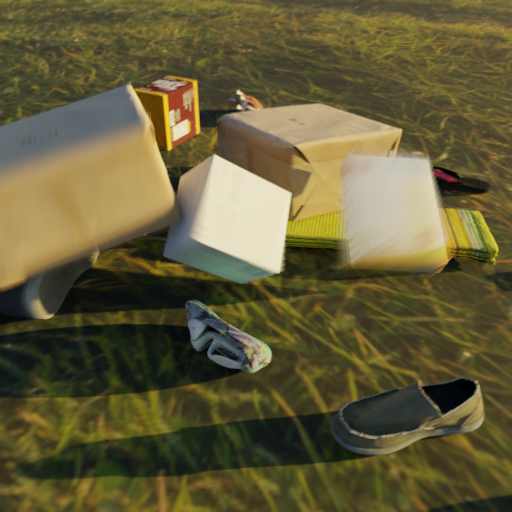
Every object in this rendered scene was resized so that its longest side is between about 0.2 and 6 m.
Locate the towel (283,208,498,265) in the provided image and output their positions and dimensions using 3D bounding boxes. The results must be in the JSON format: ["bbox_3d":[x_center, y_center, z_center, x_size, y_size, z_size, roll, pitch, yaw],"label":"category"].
[{"bbox_3d":[2.206,-0.524,10.655,4.237,0.383,1.823,4,27,8],"label":"towel"}]

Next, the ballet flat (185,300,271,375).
[{"bbox_3d":[-0.572,1.156,7.889,1.697,0.610,0.610,27,42,36],"label":"ballet flat"}]

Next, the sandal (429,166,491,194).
[{"bbox_3d":[4.222,-1.729,12.364,1.856,0.418,0.697,6,34,9],"label":"sandal"}]

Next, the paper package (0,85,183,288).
[{"bbox_3d":[-2.948,-1.211,8.584,3.019,1.562,2.878,-21,33,-7],"label":"paper package"}]

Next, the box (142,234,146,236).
[{"bbox_3d":[-2.480,-0.824,10.839,0.947,0.589,0.462,12,35,17],"label":"box"}]

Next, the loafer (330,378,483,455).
[{"bbox_3d":[1.837,1.818,6.759,1.963,0.684,0.738,-9,35,-13],"label":"loafer"}]

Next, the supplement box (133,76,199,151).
[{"bbox_3d":[-2.282,-3.699,14.433,0.959,1.425,1.445,17,37,24],"label":"supplement box"}]

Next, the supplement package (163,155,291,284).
[{"bbox_3d":[-0.435,-0.499,8.679,1.474,1.084,1.409,22,66,-30],"label":"supplement package"}]

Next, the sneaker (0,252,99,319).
[{"bbox_3d":[-3.655,-0.059,9.299,1.455,1.024,2.739,2,32,9],"label":"sneaker"}]

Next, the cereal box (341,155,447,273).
[{"bbox_3d":[2.301,-0.757,9.554,1.538,0.422,2.137,4,59,-5],"label":"cereal box"}]

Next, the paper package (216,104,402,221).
[{"bbox_3d":[1.039,-2.106,11.669,2.764,1.500,2.900,-15,30,-26],"label":"paper package"}]

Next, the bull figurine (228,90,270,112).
[{"bbox_3d":[-0.163,-4.240,15.950,0.963,0.517,1.587,23,15,-27],"label":"bull figurine"}]
